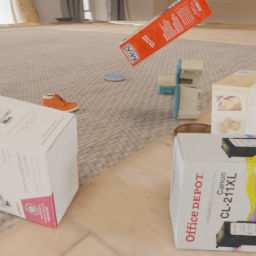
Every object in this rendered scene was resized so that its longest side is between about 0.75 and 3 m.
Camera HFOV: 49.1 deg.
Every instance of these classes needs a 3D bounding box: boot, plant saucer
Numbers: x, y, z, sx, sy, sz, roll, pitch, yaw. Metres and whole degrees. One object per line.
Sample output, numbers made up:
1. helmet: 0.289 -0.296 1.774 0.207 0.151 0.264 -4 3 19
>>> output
1. boot: -2.626 -0.984 10.868 1.394 0.748 0.523 0 24 -4
2. plant saucer: 2.227 0.312 8.703 1.646 0.301 1.646 -1 26 0

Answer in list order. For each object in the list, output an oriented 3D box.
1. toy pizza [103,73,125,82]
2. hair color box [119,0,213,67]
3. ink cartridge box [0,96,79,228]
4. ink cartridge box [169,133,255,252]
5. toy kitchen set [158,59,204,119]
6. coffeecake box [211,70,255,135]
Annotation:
1. toy pizza: -0.730 -2.685 14.959 1.190 0.189 1.190 1 25 -1
2. hair color box: 0.979 -2.744 7.679 2.426 0.743 1.231 -31 18 19
3. ink cartridge box: -2.568 0.539 5.597 2.939 2.153 1.216 14 40 10
4. ink cartridge box: 2.155 1.181 5.067 2.637 1.921 1.092 1 26 3
5. toy kitchen set: 1.986 -1.309 11.421 1.701 2.313 2.887 5 -10 8
6. coffeecake box: 2.894 -0.127 7.167 0.865 2.367 1.817 13 28 39
